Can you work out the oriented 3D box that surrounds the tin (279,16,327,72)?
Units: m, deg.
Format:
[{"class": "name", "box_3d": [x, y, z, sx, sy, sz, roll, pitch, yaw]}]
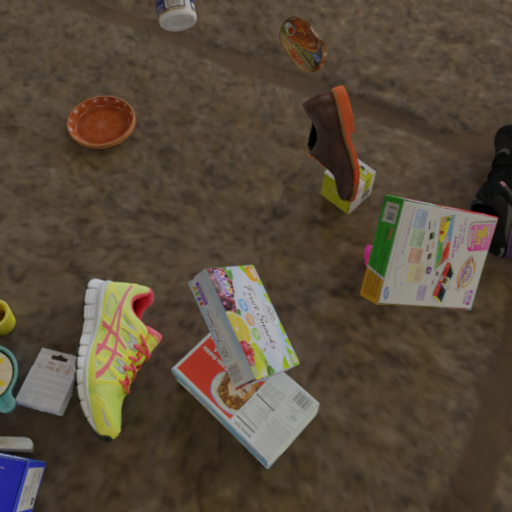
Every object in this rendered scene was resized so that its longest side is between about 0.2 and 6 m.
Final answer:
[{"class": "tin", "box_3d": [0.727, -3.282, 8.718, 0.936, 0.524, 0.196, 57, 32, 10]}]

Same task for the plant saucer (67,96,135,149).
[{"class": "plant saucer", "box_3d": [-3.555, -3.057, 12.914, 1.538, 0.248, 1.538, 0, 59, 0]}]

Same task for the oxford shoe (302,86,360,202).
[{"class": "oxford shoe", "box_3d": [1.188, -1.673, 8.895, 0.745, 2.053, 0.731, -15, 39, 4]}]

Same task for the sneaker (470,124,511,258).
[{"class": "sneaker", "box_3d": [5.081, -1.424, 11.482, 1.391, 1.203, 3.178, -2, 60, 5]}]

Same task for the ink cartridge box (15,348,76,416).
[{"class": "ink cartridge box", "box_3d": [-3.620, 2.220, 9.900, 0.829, 0.258, 1.030, 12, 56, 7]}]

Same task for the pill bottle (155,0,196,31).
[{"class": "pill bottle", "box_3d": [-1.353, -4.276, 9.037, 0.608, 0.608, 1.094, -10, 87, -6]}]

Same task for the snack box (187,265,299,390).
[{"class": "snack box", "box_3d": [-0.128, 0.762, 6.322, 0.348, 0.934, 1.313, -34, 74, 29]}]

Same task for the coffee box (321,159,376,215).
[{"class": "coffee box", "box_3d": [1.911, -1.509, 11.709, 0.777, 0.778, 0.769, 40, 68, 20]}]

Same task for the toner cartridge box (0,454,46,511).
[{"class": "toner cartridge box", "box_3d": [-5.293, 3.700, 8.585, 3.610, 0.779, 1.715, 9, 68, 5]}]

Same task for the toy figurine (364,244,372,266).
[{"class": "toy figurine", "box_3d": [2.751, -0.029, 10.903, 1.261, 1.029, 1.370, 7, 38, 15]}]

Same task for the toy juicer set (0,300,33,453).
[{"class": "toy juicer set", "box_3d": [-4.960, 2.202, 9.585, 1.791, 0.766, 2.816, -16, 62, -9]}]

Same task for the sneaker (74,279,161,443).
[{"class": "sneaker", "box_3d": [-2.321, 1.667, 9.687, 1.343, 1.163, 2.975, -3, 60, -4]}]

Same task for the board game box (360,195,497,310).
[{"class": "board game box", "box_3d": [2.736, -0.001, 8.786, 2.108, 1.613, 0.425, 7, 12, -31]}]

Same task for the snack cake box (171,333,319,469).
[{"class": "snack cake box", "box_3d": [-0.191, 2.317, 9.527, 2.226, 0.748, 1.280, 39, 69, 20]}]
